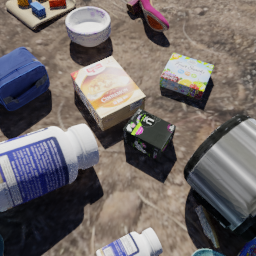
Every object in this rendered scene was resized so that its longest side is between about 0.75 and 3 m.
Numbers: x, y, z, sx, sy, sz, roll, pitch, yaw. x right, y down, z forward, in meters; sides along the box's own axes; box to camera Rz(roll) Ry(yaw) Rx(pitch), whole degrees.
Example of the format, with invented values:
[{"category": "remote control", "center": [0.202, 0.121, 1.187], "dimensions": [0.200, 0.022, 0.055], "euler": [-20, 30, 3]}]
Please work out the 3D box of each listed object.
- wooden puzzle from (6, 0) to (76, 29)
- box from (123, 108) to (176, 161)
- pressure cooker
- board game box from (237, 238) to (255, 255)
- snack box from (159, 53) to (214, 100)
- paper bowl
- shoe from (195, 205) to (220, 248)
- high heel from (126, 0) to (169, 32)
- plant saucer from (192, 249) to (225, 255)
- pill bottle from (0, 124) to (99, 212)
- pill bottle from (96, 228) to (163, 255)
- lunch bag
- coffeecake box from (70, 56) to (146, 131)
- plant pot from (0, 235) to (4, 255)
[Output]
[{"category": "wooden puzzle", "center": [-4.035, -5.784, 12.868], "dimensions": [2.313, 0.578, 2.497], "euler": [40, 66, 22]}, {"category": "box", "center": [0.671, 0.206, 8.913], "dimensions": [1.367, 0.850, 1.015], "euler": [28, 62, 17]}, {"category": "pressure cooker", "center": [3.187, 1.407, 7.107], "dimensions": [2.552, 2.591, 2.901], "euler": [-31, 61, -24]}, {"category": "board game box", "center": [3.145, 3.505, 7.020], "dimensions": [1.293, 0.290, 0.870], "euler": [-32, 62, -31]}, {"category": "snack box", "center": [2.185, -1.958, 10.455], "dimensions": [1.648, 0.558, 1.390], "euler": [23, 62, 13]}, {"category": "paper bowl", "center": [-1.610, -4.097, 11.579], "dimensions": [1.814, 0.943, 1.814], "euler": [0, 58, 0]}, {"category": "shoe", "center": [2.171, 2.686, 7.659], "dimensions": [0.321, 0.421, 1.204], "euler": [-25, 52, 13]}, {"category": "high heel", "center": [1.179, -5.239, 12.266], "dimensions": [1.324, 0.928, 2.754], "euler": [-37, 61, -9]}, {"category": "plant saucer", "center": [2.294, 3.857, 6.133], "dimensions": [2.522, 0.346, 2.522], "euler": [28, 22, -13]}, {"category": "pill bottle", "center": [-2.366, 0.925, 7.788], "dimensions": [2.899, 1.735, 1.735], "euler": [-20, 59, -25]}, {"category": "pill bottle", "center": [0.058, 3.164, 7.014], "dimensions": [1.508, 0.902, 0.902], "euler": [-22, 60, -14]}, {"category": "lunch bag", "center": [-3.856, -1.618, 9.730], "dimensions": [2.083, 1.415, 1.378], "euler": [-40, 66, -22]}, {"category": "coffeecake box", "center": [-0.719, -1.274, 9.867], "dimensions": [1.730, 0.823, 2.253], "euler": [-28, 62, -17]}, {"category": "plant pot", "center": [-4.022, 3.111, 6.790], "dimensions": [1.179, 1.469, 1.469], "euler": [9, 58, 18]}]
